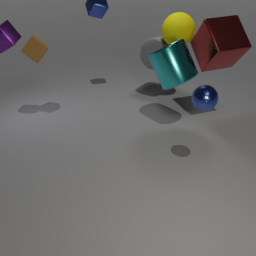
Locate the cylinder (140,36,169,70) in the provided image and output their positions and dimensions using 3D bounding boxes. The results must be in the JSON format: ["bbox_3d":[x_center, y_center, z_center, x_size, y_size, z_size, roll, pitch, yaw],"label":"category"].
[{"bbox_3d":[1.493,-3.526,13.055,1.400,1.400,1.400,17,29,28],"label":"cylinder"}]

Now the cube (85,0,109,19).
[{"bbox_3d":[-1.367,-5.350,12.277,0.700,0.700,0.700,-1,66,-35],"label":"cube"}]

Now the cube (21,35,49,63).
[{"bbox_3d":[-3.388,-2.892,10.257,0.700,0.700,0.700,35,8,-23],"label":"cube"}]

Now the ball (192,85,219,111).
[{"bbox_3d":[2.075,-0.810,7.551,0.700,0.700,0.700,0,29,0],"label":"ball"}]

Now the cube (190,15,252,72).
[{"bbox_3d":[3.399,-3.125,10.447,1.400,1.400,1.400,-12,74,-14],"label":"cube"}]

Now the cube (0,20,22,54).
[{"bbox_3d":[-4.256,-3.129,9.620,0.700,0.700,0.700,-21,36,23],"label":"cube"}]

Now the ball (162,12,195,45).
[{"bbox_3d":[2.140,-4.157,11.897,1.400,1.400,1.400,0,29,0],"label":"ball"}]

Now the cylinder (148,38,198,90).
[{"bbox_3d":[1.638,-2.303,10.175,1.400,1.400,1.400,-26,12,6],"label":"cylinder"}]
